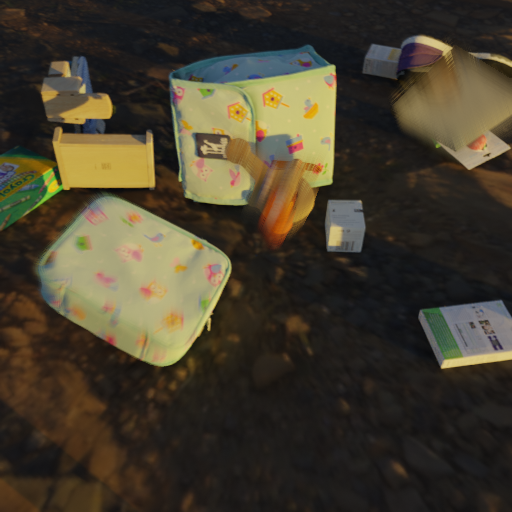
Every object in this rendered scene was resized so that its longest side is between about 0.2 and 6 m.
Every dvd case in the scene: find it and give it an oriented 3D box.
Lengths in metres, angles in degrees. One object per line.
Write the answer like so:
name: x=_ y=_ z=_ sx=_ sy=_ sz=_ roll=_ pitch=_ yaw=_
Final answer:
dvd case: x=3.327 y=-2.525 z=9.342 sx=1.472 sy=2.063 sz=0.181 roll=28 pitch=74 yaw=-6

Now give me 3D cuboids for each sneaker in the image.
sneaker: x=4.749 y=-4.116 z=13.300 sx=2.946 sy=1.116 sz=1.290 roll=15 pitch=78 yaw=2

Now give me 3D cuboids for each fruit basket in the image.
fruit basket: x=4.371 y=-2.456 z=11.804 sx=1.339 sy=0.678 sz=1.446 roll=-27 pitch=66 yaw=-24

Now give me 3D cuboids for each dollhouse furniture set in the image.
dollhouse furniture set: x=-2.876 y=-2.920 z=10.873 sx=1.723 sy=2.493 sz=2.641 roll=-1 pitch=52 yaw=-8

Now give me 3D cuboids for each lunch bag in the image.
lunch bag: x=-0.104 y=-2.329 z=10.241 sx=2.871 sy=2.445 sz=1.750 roll=-13 pitch=39 yaw=-13
lunch bag: x=-1.677 y=0.324 z=8.226 sx=2.467 sy=0.951 sz=1.979 roll=28 pitch=52 yaw=1

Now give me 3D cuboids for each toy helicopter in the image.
toy helicopter: x=0.188 y=-1.090 z=7.505 sx=0.987 sy=0.589 sz=1.493 roll=-43 pitch=74 yaw=-5

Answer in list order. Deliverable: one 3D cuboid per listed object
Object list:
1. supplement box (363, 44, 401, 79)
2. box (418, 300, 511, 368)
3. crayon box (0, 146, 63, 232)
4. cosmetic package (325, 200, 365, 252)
supplement box: x=3.436 y=-4.908 z=14.248 sx=1.268 sy=0.466 sz=0.799 roll=16 pitch=48 yaw=15
box: x=3.219 y=1.149 z=8.344 sx=1.327 sy=0.241 sz=0.958 roll=-5 pitch=45 yaw=-7
crayon box: x=-4.741 y=-1.203 z=10.444 sx=1.176 sy=0.577 sz=1.981 roll=25 pitch=50 yaw=23
cosmetic package: x=1.536 y=-0.521 z=9.753 sx=0.598 sy=0.599 sz=0.725 roll=1 pitch=45 yaw=1
